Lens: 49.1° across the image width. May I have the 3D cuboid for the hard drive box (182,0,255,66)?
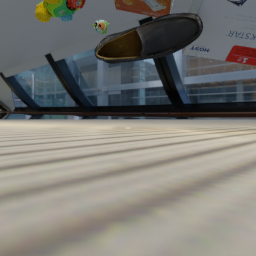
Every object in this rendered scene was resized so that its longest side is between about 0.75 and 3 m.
[{"bbox_3d":[2.399,-2.586,5.561,2.031,1.001,2.606,8,-30,-1],"label":"hard drive box"}]

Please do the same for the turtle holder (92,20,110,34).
[{"bbox_3d":[-1.217,-4.452,12.180,0.542,0.580,0.763,1,45,-39],"label":"turtle holder"}]

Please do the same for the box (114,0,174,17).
[{"bbox_3d":[0.390,-3.455,5.879,1.398,1.096,2.248,14,-6,7],"label":"box"}]

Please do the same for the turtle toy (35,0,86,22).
[{"bbox_3d":[-1.421,-3.365,6.648,1.030,1.485,2.037,17,-20,-26],"label":"turtle toy"}]

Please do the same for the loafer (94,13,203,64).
[{"bbox_3d":[0.376,-1.678,5.508,2.177,0.792,0.787,-14,19,20],"label":"loafer"}]
